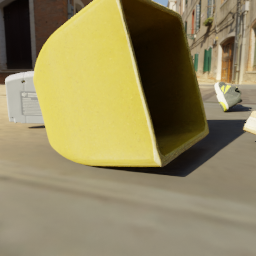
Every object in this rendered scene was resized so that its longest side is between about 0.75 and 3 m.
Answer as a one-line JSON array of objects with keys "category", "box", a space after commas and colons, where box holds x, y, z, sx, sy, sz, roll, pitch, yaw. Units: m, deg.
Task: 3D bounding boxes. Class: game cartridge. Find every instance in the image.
[{"category": "game cartridge", "box": [-2.011, -0.770, 7.281, 2.108, 1.405, 0.427, 1, 36, -14]}]

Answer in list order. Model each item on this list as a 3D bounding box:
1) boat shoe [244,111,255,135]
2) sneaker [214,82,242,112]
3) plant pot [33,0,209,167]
[{"category": "boat shoe", "box": [2.951, -0.130, 5.808, 1.460, 0.505, 0.538, -2, 22, -43]}, {"category": "sneaker", "box": [4.098, -1.342, 11.358, 0.914, 0.804, 2.159, -18, 26, 21]}, {"category": "plant pot", "box": [-0.267, -0.607, 5.092, 2.453, 2.398, 2.383, -13, 3, 33]}]
